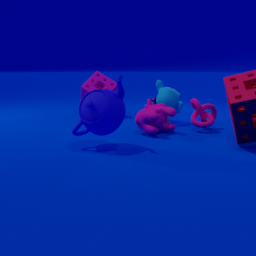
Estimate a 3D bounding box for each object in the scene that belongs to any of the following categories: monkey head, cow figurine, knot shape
[{"bbox_3d":[1.285,-0.870,9.627,0.893,1.482,1.066,0,-18,-38],"label":"monkey head"},{"bbox_3d":[0.729,-0.344,8.516,1.592,0.874,1.566,-11,19,-38],"label":"cow figurine"},{"bbox_3d":[2.369,-0.419,8.624,0.992,1.061,0.490,7,-35,-34],"label":"knot shape"}]

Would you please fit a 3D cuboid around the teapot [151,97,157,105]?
[{"bbox_3d":[1.330,-0.973,11.488,1.107,0.542,0.688,20,-1,8],"label":"teapot"}]

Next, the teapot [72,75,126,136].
[{"bbox_3d":[-0.623,-0.465,6.556,1.137,1.829,0.895,50,10,32],"label":"teapot"}]

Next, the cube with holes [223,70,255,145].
[{"bbox_3d":[3.138,-0.557,6.816,1.243,1.243,1.243,-12,35,19],"label":"cube with holes"}]

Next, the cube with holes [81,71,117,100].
[{"bbox_3d":[-1.125,-1.363,10.896,0.994,0.994,0.994,33,62,8],"label":"cube with holes"}]
